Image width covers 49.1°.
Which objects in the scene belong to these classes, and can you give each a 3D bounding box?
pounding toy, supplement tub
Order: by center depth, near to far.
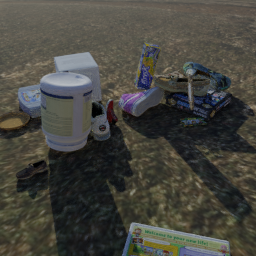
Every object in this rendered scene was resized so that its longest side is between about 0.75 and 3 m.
[{"bbox_3d":[-2.063,-0.550,9.443,1.671,2.305,1.671,5,27,-3],"label":"supplement tub"},{"bbox_3d":[2.244,-2.572,13.900,1.886,1.082,1.078,-2,37,-4],"label":"pounding toy"}]

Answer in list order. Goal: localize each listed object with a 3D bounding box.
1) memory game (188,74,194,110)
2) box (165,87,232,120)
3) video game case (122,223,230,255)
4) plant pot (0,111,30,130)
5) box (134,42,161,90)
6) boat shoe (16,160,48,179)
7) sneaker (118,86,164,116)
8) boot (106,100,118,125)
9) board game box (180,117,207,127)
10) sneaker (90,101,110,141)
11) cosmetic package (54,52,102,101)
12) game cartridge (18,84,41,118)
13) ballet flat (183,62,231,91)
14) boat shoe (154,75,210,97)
[{"bbox_3d":[1.796,-1.025,7.992,0.067,1.048,1.048,-5,32,6],"label":"memory game"},{"bbox_3d":[3.134,-1.280,12.395,2.151,0.535,2.135,25,40,33],"label":"box"},{"bbox_3d":[0.952,3.072,5.812,2.306,0.254,2.099,7,33,12],"label":"video game case"},{"bbox_3d":[-4.579,-0.278,11.148,1.316,0.181,1.316,1,32,0],"label":"plant pot"},{"bbox_3d":[0.834,-2.680,12.329,0.682,1.948,0.626,8,29,-11],"label":"box"},{"bbox_3d":[-2.964,1.236,8.592,0.978,0.358,0.364,-23,39,-32],"label":"boat shoe"},{"bbox_3d":[0.539,-1.380,12.308,1.308,0.832,2.295,23,39,37],"label":"sneaker"},{"bbox_3d":[-0.582,-0.615,10.984,0.329,0.908,0.655,-18,41,-42],"label":"boot"},{"bbox_3d":[2.595,-0.251,11.140,0.922,0.108,0.483,-6,32,-5],"label":"board game box"},{"bbox_3d":[-1.348,-0.653,10.863,0.962,1.149,2.597,-16,35,-23],"label":"sneaker"},{"bbox_3d":[-2.297,-2.254,12.760,1.700,1.698,2.061,-13,35,-14],"label":"cosmetic package"},{"bbox_3d":[-3.970,-1.302,12.509,1.694,0.528,2.544,-12,34,-26],"label":"game cartridge"},{"bbox_3d":[3.670,-2.542,14.009,1.085,1.085,2.923,-23,37,-32],"label":"ballet flat"},{"bbox_3d":[2.328,-1.981,12.143,2.362,0.740,0.866,10,32,3],"label":"boat shoe"}]
